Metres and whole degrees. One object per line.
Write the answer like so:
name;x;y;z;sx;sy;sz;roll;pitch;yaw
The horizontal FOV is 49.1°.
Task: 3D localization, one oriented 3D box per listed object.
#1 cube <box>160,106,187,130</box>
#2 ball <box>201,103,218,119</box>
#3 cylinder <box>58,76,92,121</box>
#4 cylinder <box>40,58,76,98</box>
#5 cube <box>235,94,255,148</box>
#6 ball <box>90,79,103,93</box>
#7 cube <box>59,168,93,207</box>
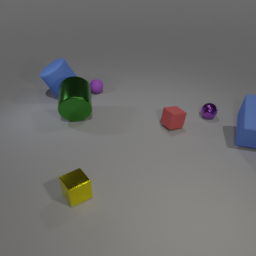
cube;1.862;-0.430;11.514;0.700;0.700;0.700;-7;32;-29
ball;3.537;-0.747;12.197;0.700;0.700;0.700;0;32;0
cylinder;-2.269;-1.247;12.013;1.400;1.400;1.400;-4;49;-6
cylinder;-3.257;-2.391;13.512;1.400;1.400;1.400;-23;35;17
cube;4.732;-0.169;9.971;1.400;1.400;1.400;9;64;12
ball;-1.610;-2.147;14.343;0.700;0.700;0.700;0;32;0
cube;-1.529;1.742;8.240;0.700;0.700;0.700;-21;37;-29
